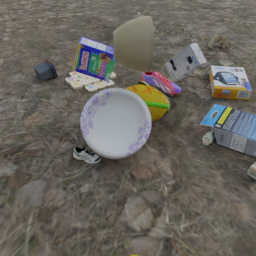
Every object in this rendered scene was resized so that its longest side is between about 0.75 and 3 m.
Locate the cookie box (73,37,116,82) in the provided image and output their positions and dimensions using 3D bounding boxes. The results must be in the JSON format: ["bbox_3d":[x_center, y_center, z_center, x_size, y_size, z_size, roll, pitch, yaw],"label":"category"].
[{"bbox_3d":[-1.345,-2.787,11.501,1.588,1.358,0.597,17,43,-8],"label":"cookie box"}]

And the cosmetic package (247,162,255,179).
[{"bbox_3d":[4.509,1.393,9.626,0.781,0.341,0.404,-28,45,-32],"label":"cosmetic package"}]

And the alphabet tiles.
[{"bbox_3d":[-1.996,-2.718,15.203,2.553,0.186,2.497,-22,42,-26],"label":"alphabet tiles"}]

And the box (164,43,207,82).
[{"bbox_3d":[2.356,-2.699,11.669,0.484,1.609,0.938,-25,88,-38],"label":"box"}]

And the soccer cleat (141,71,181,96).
[{"bbox_3d":[1.618,-2.353,14.129,2.342,0.895,0.781,28,45,32],"label":"soccer cleat"}]

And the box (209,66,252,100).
[{"bbox_3d":[5.235,-2.492,14.572,1.765,0.615,2.966,5,39,7],"label":"box"}]

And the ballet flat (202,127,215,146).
[{"bbox_3d":[3.281,0.232,11.136,0.448,0.379,1.184,22,43,25],"label":"ballet flat"}]

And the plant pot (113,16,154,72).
[{"bbox_3d":[0.118,-2.773,9.350,1.218,1.814,1.814,-2,37,-6],"label":"plant pot"}]

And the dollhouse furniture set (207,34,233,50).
[{"bbox_3d":[6.152,-5.654,18.856,1.265,0.840,1.109,13,33,-20],"label":"dollhouse furniture set"}]

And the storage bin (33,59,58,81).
[{"bbox_3d":[-4.563,-3.171,15.310,0.859,0.931,1.279,-32,46,-21],"label":"storage bin"}]

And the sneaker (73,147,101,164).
[{"bbox_3d":[-1.487,0.959,10.104,1.064,0.467,0.403,10,36,10],"label":"sneaker"}]

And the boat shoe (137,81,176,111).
[{"bbox_3d":[1.288,-1.488,13.123,0.792,0.895,2.445,-10,40,-31],"label":"boat shoe"}]

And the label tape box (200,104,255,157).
[{"bbox_3d":[4.270,0.041,11.060,2.433,0.804,1.743,19,40,27],"label":"label tape box"}]

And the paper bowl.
[{"bbox_3d":[-0.451,-0.108,10.242,2.486,1.293,2.486,1,79,-4],"label":"paper bowl"}]

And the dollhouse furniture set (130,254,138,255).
[{"bbox_3d":[0.671,3.629,4.957,1.568,2.404,2.269,-16,40,-19],"label":"dollhouse furniture set"}]

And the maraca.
[{"bbox_3d":[0.230,-1.034,11.728,2.968,1.588,2.035,6,0,10],"label":"maraca"}]
